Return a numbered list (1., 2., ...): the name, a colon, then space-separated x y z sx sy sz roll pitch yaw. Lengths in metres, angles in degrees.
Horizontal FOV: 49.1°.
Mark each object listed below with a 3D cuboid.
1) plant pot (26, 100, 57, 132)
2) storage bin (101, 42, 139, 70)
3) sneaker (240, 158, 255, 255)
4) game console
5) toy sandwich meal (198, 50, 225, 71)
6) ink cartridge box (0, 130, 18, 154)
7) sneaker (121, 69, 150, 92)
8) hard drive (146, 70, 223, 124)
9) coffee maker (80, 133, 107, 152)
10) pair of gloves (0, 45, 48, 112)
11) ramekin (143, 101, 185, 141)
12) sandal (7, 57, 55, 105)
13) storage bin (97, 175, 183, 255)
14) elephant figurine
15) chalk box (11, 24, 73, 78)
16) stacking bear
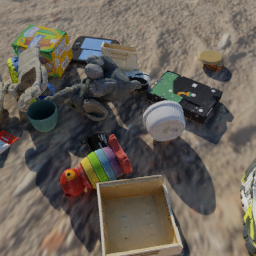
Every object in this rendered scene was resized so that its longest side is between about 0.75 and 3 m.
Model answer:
1. plant pot: -2.660 -0.319 8.866 0.915 0.734 0.915 0 48 0
2. storage bin: -0.315 -2.715 10.560 1.417 0.669 1.427 8 23 -5
3. sneaker: 3.428 1.877 6.842 1.084 0.954 2.562 14 58 4
4. game console: -1.452 -3.266 11.866 1.998 0.310 1.767 10 48 9
5. toy sandwich meal: 3.372 -2.747 11.368 1.134 0.389 1.134 -2 45 2
6. ink cartridge box: -3.956 0.416 8.549 0.709 0.219 0.875 24 55 20
7. sneaker: -0.123 -1.861 10.413 2.012 0.742 0.805 16 36 9
8. hard drive: 1.958 -1.143 9.835 2.227 0.421 1.556 27 53 22
9. coffee maker: -0.909 0.604 8.220 0.751 0.526 0.782 -25 50 -3
10. pair of gloves: -3.761 -1.188 9.096 2.902 0.509 2.467 -32 51 14
11. ramekin: 1.109 -0.155 8.371 1.257 1.257 0.660 -8 51 -7
12. sandal: -3.456 -1.625 9.954 1.135 1.036 2.607 -26 62 -23
13. storage bin: 0.231 2.139 6.552 1.739 0.821 1.751 -7 47 -5
14. elephant figurine: -1.236 -1.103 9.183 1.911 2.463 1.743 48 37 1
15. chalk box: -3.441 -3.019 10.826 2.130 1.318 1.325 15 59 12
16. stacking bear: -0.915 1.140 7.372 1.818 1.034 1.104 -27 57 -9
